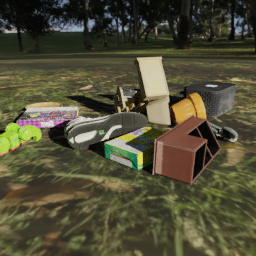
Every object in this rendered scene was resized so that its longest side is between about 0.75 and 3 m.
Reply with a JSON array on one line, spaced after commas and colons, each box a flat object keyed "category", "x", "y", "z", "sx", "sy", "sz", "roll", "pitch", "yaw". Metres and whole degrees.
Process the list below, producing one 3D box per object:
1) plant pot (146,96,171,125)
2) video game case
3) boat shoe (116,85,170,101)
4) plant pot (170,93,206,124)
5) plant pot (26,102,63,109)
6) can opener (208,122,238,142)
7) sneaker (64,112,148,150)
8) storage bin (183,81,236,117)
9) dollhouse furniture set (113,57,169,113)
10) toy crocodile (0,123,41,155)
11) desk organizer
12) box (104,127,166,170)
[{"category": "plant pot", "x": 1.288, "y": -0.706, "z": 11.713, "sx": 0.914, "sy": 1.031, "sz": 1.033, "roll": -7, "pitch": 16, "yaw": 12}, {"category": "video game case", "x": -3.263, "y": -0.470, "z": 11.783, "sx": 2.227, "sy": 0.399, "sz": 2.019, "roll": -2, "pitch": 18, "yaw": -7}, {"category": "boat shoe", "x": 0.803, "y": -1.990, "z": 15.509, "sx": 2.990, "sy": 0.990, "sz": 1.045, "roll": 4, "pitch": 18, "yaw": 11}, {"category": "plant pot", "x": 2.373, "y": -0.668, "z": 11.359, "sx": 1.141, "sy": 1.246, "sz": 1.246, "roll": -17, "pitch": 19, "yaw": -2}, {"category": "plant pot", "x": -4.043, "y": -0.956, "z": 13.575, "sx": 1.722, "sy": 0.237, "sz": 1.722, "roll": -1, "pitch": 18, "yaw": 0}, {"category": "can opener", "x": 3.092, "y": 0.026, "z": 9.798, "sx": 1.581, "sy": 0.525, "sz": 0.416, "roll": 27, "pitch": 40, "yaw": 32}, {"category": "sneaker", "x": -0.849, "y": -0.169, "z": 9.750, "sx": 2.868, "sy": 1.083, "sz": 1.650, "roll": -10, "pitch": 22, "yaw": -22}, {"category": "storage bin", "x": 3.978, "y": -1.483, "z": 13.623, "sx": 1.759, "sy": 1.220, "sz": 2.602, "roll": 14, "pitch": 23, "yaw": 37}, {"category": "dollhouse furniture set", "x": 0.656, "y": -1.758, "z": 12.224, "sx": 2.187, "sy": 1.657, "sz": 2.495, "roll": -7, "pitch": -12, "yaw": -20}, {"category": "toy crocodile", "x": -3.752, "y": 0.414, "z": 8.766, "sx": 0.801, "sy": 0.733, "sz": 2.374, "roll": 10, "pitch": 25, "yaw": 26}, {"category": "desk organizer", "x": 1.810, "y": 0.492, "z": 7.938, "sx": 1.059, "sy": 0.986, "sz": 2.750, "roll": 14, "pitch": 22, "yaw": 30}, {"category": "box", "x": 0.533, "y": 0.506, "z": 8.582, "sx": 1.341, "sy": 0.553, "sz": 2.286, "roll": 16, "pitch": 26, "yaw": 39}]
